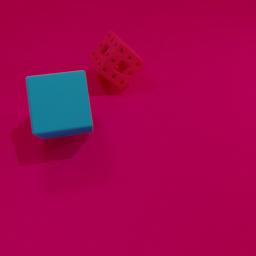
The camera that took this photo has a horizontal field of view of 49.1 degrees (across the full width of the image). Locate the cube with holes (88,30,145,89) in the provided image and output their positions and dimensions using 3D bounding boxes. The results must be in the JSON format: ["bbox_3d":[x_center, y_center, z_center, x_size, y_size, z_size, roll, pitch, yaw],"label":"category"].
[{"bbox_3d":[-0.334,-1.925,7.921,0.988,0.988,0.988,-46,40,16],"label":"cube with holes"}]

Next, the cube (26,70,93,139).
[{"bbox_3d":[-1.499,-0.478,6.396,1.237,1.237,1.237,-8,85,-8],"label":"cube"}]
